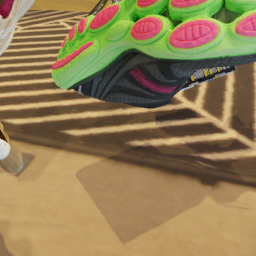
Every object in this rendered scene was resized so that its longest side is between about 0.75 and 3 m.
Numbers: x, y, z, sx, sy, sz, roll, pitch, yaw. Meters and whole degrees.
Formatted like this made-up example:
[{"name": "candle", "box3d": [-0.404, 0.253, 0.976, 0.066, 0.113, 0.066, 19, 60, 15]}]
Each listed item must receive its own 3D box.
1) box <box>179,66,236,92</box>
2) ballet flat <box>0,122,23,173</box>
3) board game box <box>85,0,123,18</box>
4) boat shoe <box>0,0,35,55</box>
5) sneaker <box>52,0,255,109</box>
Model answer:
[{"name": "box", "box3d": [1.399, -1.731, 5.945, 1.271, 1.592, 0.393, -20, 1, 7]}, {"name": "ballet flat", "box3d": [-1.981, 0.202, 4.254, 0.383, 0.409, 1.131, -34, 60, -8]}, {"name": "board game box", "box3d": [0.317, -2.730, 5.338, 1.773, 0.369, 2.621, 23, 73, 49]}, {"name": "boat shoe", "box3d": [-2.751, -2.326, 5.878, 0.743, 2.015, 0.697, 36, 8, 8]}, {"name": "sneaker", "box3d": [0.297, -0.791, 2.865, 2.648, 1.109, 1.016, 1, 70, 46]}]
